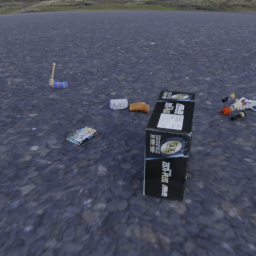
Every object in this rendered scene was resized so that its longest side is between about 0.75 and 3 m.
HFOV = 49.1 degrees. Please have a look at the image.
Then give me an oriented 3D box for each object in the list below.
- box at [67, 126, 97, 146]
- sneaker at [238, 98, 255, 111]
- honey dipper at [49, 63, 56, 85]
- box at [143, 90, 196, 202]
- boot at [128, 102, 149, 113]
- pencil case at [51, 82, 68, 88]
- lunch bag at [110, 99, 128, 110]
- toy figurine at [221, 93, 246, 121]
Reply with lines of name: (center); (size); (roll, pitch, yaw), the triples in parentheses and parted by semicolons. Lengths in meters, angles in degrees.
box: (-1.777, 0.282, 10.866); (0.688, 0.190, 1.008); (19, 35, 30)
sneaker: (5.642, -1.183, 13.183); (1.192, 0.482, 0.688); (2, 31, 7)
honey dipper: (-3.478, -2.500, 12.945); (0.200, 1.053, 0.200); (13, 30, -8)
box: (1.313, 0.405, 8.544); (1.186, 2.256, 2.754); (7, 29, 12)
boot: (0.500, -0.897, 12.790); (0.828, 0.394, 1.070); (-6, 18, -12)
pencil case: (-3.781, -2.379, 15.429); (0.929, 0.363, 0.404); (1, 29, 1)
lunch bag: (-0.416, -1.141, 13.274); (0.877, 0.331, 0.703); (-2, 27, -3)
toy figurine: (4.613, -0.911, 12.176); (0.700, 0.991, 1.006); (-22, 36, -16)
